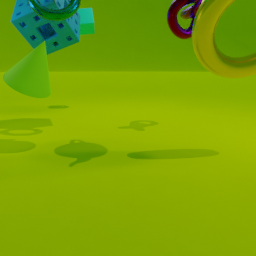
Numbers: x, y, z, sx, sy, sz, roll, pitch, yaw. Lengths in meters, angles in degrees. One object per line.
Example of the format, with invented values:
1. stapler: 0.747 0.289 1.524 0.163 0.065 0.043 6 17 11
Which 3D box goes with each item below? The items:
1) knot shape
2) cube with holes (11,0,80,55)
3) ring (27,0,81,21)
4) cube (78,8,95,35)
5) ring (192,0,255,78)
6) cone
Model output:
1. knot shape: 1.737 -3.169 7.480 0.817 1.654 1.767 43 0 13
2. cube with holes: -2.265 -3.125 7.990 1.309 1.309 1.309 -17 52 14
3. ring: -1.735 -3.088 6.590 1.238 1.238 0.248 -3 -13 -12
4. cube: -1.799 -4.377 11.539 0.739 0.739 0.739 -8 -15 -8
5. ring: 2.140 -1.789 4.967 2.022 2.022 0.404 -1 41 -6
6. cone: -1.938 -1.351 5.894 1.040 1.044 1.040 25 24 -12
